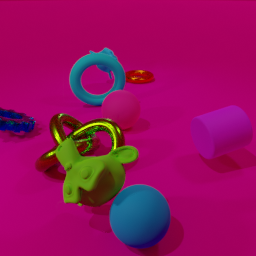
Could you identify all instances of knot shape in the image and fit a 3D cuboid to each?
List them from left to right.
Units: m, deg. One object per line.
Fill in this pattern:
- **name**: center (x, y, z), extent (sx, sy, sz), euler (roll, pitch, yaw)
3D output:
- **knot shape**: center (-0.980, 0.364, 6.317), extent (1.875, 0.926, 2.004), euler (5, 33, 11)

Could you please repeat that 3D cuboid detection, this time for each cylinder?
- **cylinder**: center (2.035, 0.090, 6.183), extent (0.967, 0.967, 0.967), euler (-17, 30, -11)

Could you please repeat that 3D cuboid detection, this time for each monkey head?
- **monkey head**: center (-0.620, 0.705, 4.576), extent (1.122, 1.559, 0.939), euler (56, 23, 22)
- **monkey head**: center (-0.917, -2.650, 11.267), extent (0.862, 1.431, 1.029), euler (-33, 17, 19)

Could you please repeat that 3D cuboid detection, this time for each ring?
- **ring**: center (-0.979, -1.549, 9.139), extent (1.824, 1.824, 0.365), euler (-4, 34, -9)
- **ring**: center (0.459, -2.263, 12.265), extent (1.368, 0.274, 1.368), euler (0, 27, 0)

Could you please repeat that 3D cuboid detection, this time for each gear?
- **gear**: center (-3.314, -0.242, 7.704), extent (1.434, 0.265, 1.434), euler (17, 11, -3)

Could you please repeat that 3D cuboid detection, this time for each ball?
- **ball**: center (-0.196, -0.513, 7.907), extent (1.105, 1.105, 1.105), euler (0, 27, 0)
- **ball**: center (0.187, 1.364, 4.370), extent (0.951, 0.951, 0.951), euler (0, 27, 0)
